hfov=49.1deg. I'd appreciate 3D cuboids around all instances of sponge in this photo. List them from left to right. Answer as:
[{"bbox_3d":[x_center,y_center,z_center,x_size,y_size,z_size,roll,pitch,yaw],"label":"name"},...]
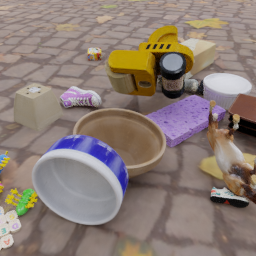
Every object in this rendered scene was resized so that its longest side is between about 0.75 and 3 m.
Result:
[{"bbox_3d":[1.735,-0.311,8.679,2.433,0.363,1.357,-24,41,-31],"label":"sponge"}]

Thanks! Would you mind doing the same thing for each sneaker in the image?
[{"bbox_3d":[-1.648,-0.882,9.420,1.533,0.555,0.874,17,44,34],"label":"sneaker"},{"bbox_3d":[2.233,1.484,6.164,0.812,0.286,0.380,7,41,15],"label":"sneaker"}]

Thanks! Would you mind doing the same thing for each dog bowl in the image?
[{"bbox_3d":[-0.915,1.037,5.500,1.779,1.779,0.701,9,34,13],"label":"dog bowl"}]

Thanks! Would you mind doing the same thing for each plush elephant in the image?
[{"bbox_3d":[1.371,-2.116,10.071,2.023,1.666,1.566,-7,-7,19],"label":"plush elephant"}]

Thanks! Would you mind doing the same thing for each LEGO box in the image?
[{"bbox_3d":[-1.577,-3.505,13.271,0.632,0.327,0.848,-3,35,-4],"label":"LEGO box"}]

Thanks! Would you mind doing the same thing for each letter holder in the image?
[{"bbox_3d":[3.795,-0.116,7.938,1.813,0.912,1.289,20,42,27],"label":"letter holder"}]

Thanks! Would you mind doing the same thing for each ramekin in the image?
[{"bbox_3d":[3.353,-1.238,9.664,1.596,0.743,1.596,0,36,0],"label":"ramekin"}]

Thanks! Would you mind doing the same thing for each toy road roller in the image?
[{"bbox_3d":[0.716,-2.095,8.723,2.598,1.596,1.896,4,69,11],"label":"toy road roller"}]

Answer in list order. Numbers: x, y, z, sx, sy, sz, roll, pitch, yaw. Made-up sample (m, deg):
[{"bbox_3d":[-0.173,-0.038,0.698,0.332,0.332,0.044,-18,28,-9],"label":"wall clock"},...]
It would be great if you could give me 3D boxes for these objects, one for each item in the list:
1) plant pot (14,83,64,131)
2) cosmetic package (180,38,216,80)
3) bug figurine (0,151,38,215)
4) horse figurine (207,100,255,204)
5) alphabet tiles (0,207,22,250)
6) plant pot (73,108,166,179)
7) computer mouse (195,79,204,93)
[{"bbox_3d":[-2.855,-0.733,8.720,1.135,1.006,1.136,20,40,26],"label":"plant pot"},{"bbox_3d":[2.573,-2.998,12.023,1.366,0.923,2.596,24,42,30],"label":"cosmetic package"},{"bbox_3d":[-2.511,1.214,6.382,1.942,0.500,1.506,11,42,8],"label":"bug figurine"},{"bbox_3d":[2.325,0.622,6.116,0.682,1.810,2.731,-21,61,-2],"label":"horse figurine"},{"bbox_3d":[-2.725,2.035,5.561,1.091,0.080,1.067,-19,39,-25],"label":"alphabet tiles"},{"bbox_3d":[-0.250,0.521,6.796,2.177,1.005,2.177,7,38,-6],"label":"plant pot"},{"bbox_3d":[3.157,-1.674,10.686,1.398,0.368,0.968,-17,39,-4],"label":"computer mouse"}]
